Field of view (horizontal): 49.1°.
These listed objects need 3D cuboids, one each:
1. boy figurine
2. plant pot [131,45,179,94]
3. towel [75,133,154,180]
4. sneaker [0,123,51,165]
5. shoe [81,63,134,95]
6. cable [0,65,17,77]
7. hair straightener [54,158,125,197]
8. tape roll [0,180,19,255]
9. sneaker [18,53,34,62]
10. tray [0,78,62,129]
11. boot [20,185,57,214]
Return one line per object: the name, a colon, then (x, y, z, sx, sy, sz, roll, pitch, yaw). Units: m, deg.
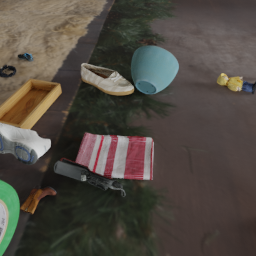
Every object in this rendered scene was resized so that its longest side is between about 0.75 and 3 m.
boy figurine: (4.819, -2.009, 12.389, 1.675, 0.540, 1.041, 21, 48, 19)
plant pot: (0.971, -2.234, 11.784, 2.028, 2.028, 1.366, 14, 66, 15)
towel: (-0.416, 0.894, 9.236, 2.495, 0.284, 1.797, 4, 42, 4)
sneaker: (-3.734, 0.410, 9.507, 2.513, 0.936, 1.094, 25, 31, 20)
shoe: (-0.993, -2.170, 12.388, 2.803, 0.748, 0.980, 22, 46, 24)
cable: (-5.816, -2.720, 13.402, 0.840, 0.261, 1.029, -32, 51, -31)
hair straightener: (-1.131, 1.510, 8.115, 2.268, 0.464, 0.873, 24, 9, 7)
tape roll: (-3.503, 2.255, 5.794, 0.651, 2.710, 2.710, 20, 45, 21)
sneaker: (-5.297, -3.729, 14.463, 0.950, 0.389, 0.348, 15, 44, 17)
tray: (-3.999, -0.906, 11.115, 1.460, 0.548, 2.960, 11, 41, 13)
boot: (-2.525, 2.032, 7.920, 0.785, 0.286, 0.834, 11, 43, 12)
